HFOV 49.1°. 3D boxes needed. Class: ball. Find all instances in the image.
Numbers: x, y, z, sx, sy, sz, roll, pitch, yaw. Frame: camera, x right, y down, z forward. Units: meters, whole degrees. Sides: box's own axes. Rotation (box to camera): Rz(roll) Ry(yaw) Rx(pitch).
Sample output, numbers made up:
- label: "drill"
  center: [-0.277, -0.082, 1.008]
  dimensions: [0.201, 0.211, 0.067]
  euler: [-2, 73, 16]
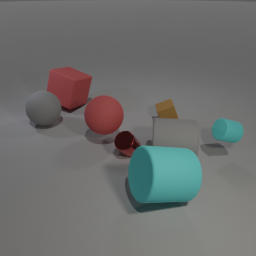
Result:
- label: "ball"
  center: [-3.417, -0.800, 11.341]
  dimensions: [1.400, 1.400, 1.400]
  euler: [0, 28, 0]
- label: "ball"
  center: [-0.850, -0.458, 9.967]
  dimensions: [1.400, 1.400, 1.400]
  euler: [0, 28, 0]

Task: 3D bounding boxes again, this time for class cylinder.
- label: "cylinder"
  center: [1.506, 0.401, 9.151]
  dimensions: [1.400, 1.400, 1.400]
  euler: [3, 28, 5]
- label: "cylinder"
  center: [0.915, 1.189, 7.202]
  dimensions: [1.400, 1.400, 1.400]
  euler: [5, 24, -25]
- label: "cylinder"
  center: [3.190, 0.090, 8.982]
  dimensions: [0.700, 0.700, 0.700]
  euler: [10, 22, -26]
- label: "cylinder"
  center: [-0.013, 0.540, 9.363]
  dimensions: [0.700, 0.700, 0.700]
  euler: [-9, 63, 18]

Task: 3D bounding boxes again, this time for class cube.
- label: "cube"
  center: [1.593, -0.662, 11.463]
  dimensions: [0.700, 0.700, 0.700]
  euler: [-20, 29, 12]
- label: "cube"
  center: [-2.705, -1.875, 12.877]
  dimensions: [1.400, 1.400, 1.400]
  euler: [25, 26, 18]
